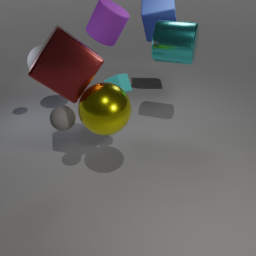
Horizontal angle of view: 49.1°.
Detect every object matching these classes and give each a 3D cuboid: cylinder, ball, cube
[{"bbox_3d":[1.663,-2.991,9.812,1.400,1.400,1.400,10,32,15],"label":"cylinder"},{"bbox_3d":[-3.476,-2.750,11.748,1.400,1.400,1.400,0,31,0],"label":"ball"},{"bbox_3d":[1.407,-4.897,12.392,1.400,1.400,1.400,-6,52,12],"label":"cube"},{"bbox_3d":[-0.606,-0.500,7.378,1.400,1.400,1.400,0,31,0],"label":"ball"},{"bbox_3d":[-1.698,-1.765,7.656,1.400,1.400,1.400,32,11,-24],"label":"cube"},{"bbox_3d":[-0.862,-4.412,11.722,1.400,1.400,1.400,24,33,-17],"label":"cylinder"},{"bbox_3d":[-0.384,-1.668,10.958,0.700,0.700,0.700,-16,4,35],"label":"cube"},{"bbox_3d":[-1.798,-0.274,7.715,0.700,0.700,0.700,0,31,0],"label":"ball"}]
